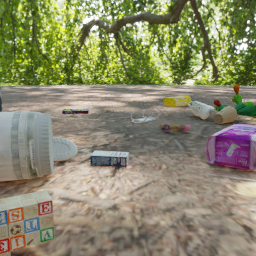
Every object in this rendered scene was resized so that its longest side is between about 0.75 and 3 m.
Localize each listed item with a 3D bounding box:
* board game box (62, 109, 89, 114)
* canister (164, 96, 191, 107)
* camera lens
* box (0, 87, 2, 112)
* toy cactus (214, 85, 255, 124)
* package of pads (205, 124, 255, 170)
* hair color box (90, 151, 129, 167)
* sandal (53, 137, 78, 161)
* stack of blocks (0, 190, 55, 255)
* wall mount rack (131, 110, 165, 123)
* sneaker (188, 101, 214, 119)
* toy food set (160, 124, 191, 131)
[{"bbox_3d":[-2.676,-0.860,14.377,1.305,0.211,0.783,-1,15,-6],"label":"board game box"},{"bbox_3d":[3.048,-1.660,17.378,1.399,0.605,1.039,-10,15,-37],"label":"canister"},{"bbox_3d":[-2.285,0.340,5.296,1.626,1.301,1.301,-2,11,-11],"label":"camera lens"},{"bbox_3d":[-4.768,-1.096,8.306,1.827,2.947,2.897,-5,12,-24],"label":"box"},{"bbox_3d":[4.580,-0.830,11.689,2.353,1.458,2.851,-21,26,-31],"label":"toy cactus"},{"bbox_3d":[2.728,0.382,6.638,1.139,0.715,1.890,5,12,38],"label":"package of pads"},{"bbox_3d":[-0.402,0.689,6.275,0.814,0.246,0.407,2,11,8],"label":"hair color box"},{"bbox_3d":[-1.940,0.555,6.570,1.488,0.606,0.366,-3,-29,-12],"label":"sandal"},{"bbox_3d":[-1.388,1.128,3.024,1.112,0.640,0.326,-6,13,-29],"label":"stack of blocks"},{"bbox_3d":[0.809,-0.499,11.680,1.173,0.503,1.350,10,16,41],"label":"wall mount rack"},{"bbox_3d":[3.228,-0.851,12.618,0.718,0.630,1.792,37,-1,-13],"label":"sneaker"},{"bbox_3d":[1.692,-0.021,9.875,0.979,0.242,1.540,-1,0,-1],"label":"toy food set"}]
